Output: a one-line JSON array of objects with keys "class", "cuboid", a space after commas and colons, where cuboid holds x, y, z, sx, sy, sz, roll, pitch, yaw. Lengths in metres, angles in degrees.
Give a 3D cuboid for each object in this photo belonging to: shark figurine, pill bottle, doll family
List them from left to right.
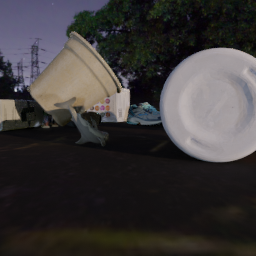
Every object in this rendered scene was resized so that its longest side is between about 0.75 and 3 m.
[{"class": "doll family", "cuboid": [-3.180, -0.802, 11.523, 0.954, 1.406, 2.433, -2, 6, -23]}, {"class": "shark figurine", "cuboid": [-0.962, 0.038, 5.828, 0.582, 1.395, 0.834, -36, 29, 15]}, {"class": "pill bottle", "cuboid": [1.634, -0.411, 5.195, 1.614, 1.614, 2.906, 1, 5, 17]}]

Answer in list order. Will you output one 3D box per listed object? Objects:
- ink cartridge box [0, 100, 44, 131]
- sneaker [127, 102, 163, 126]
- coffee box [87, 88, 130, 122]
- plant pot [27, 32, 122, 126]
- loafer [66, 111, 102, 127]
[{"class": "ink cartridge box", "cuboid": [-4.498, -0.508, 10.189, 1.835, 1.040, 2.503, 1, 4, 15]}, {"class": "sneaker", "cuboid": [0.782, -0.607, 11.881, 2.314, 0.999, 0.898, 4, 6, 45]}, {"class": "coffee box", "cuboid": [-1.032, -1.221, 14.837, 1.749, 1.766, 1.769, 2, 5, 22]}, {"class": "plant pot", "cuboid": [-1.904, -1.420, 9.354, 2.337, 2.553, 2.553, -42, 11, -6]}, {"class": "loafer", "cuboid": [-1.820, -0.356, 11.451, 0.616, 0.620, 1.703, -2, 0, 43]}]
